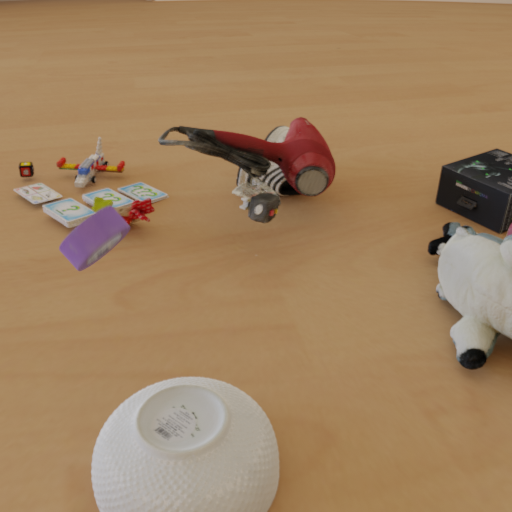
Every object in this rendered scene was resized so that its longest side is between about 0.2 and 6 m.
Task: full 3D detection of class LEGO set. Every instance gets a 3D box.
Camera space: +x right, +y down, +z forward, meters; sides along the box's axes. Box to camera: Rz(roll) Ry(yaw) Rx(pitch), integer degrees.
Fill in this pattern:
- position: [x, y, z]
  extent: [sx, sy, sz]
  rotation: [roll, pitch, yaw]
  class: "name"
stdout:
- position: [-3.627, -1.636, 11.541]
  extent: [2.299, 0.755, 3.078]
  rotation: [-24, 38, -39]
  class: "LEGO set"

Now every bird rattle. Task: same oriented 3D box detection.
- position: [-2.370, -0.777, 10.045]
  extent: [1.078, 0.608, 0.879]
  rotation: [-10, -7, -10]
  class: "bird rattle"

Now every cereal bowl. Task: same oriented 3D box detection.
- position: [-0.700, 1.880, 5.592]
  extent: [1.916, 0.798, 1.916]
  rotation: [1, 31, 0]
  class: "cereal bowl"

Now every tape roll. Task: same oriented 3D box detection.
- position: [-1.767, -0.188, 6.155]
  extent: [0.314, 0.738, 0.738]
  rotation: [49, 42, -1]
  class: "tape roll"

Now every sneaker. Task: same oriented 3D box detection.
- position: [0.698, -1.916, 12.034]
  extent: [1.419, 0.931, 2.467]
  rotation: [22, 41, 14]
  class: "sneaker"

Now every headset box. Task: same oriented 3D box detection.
- position: [4.624, -1.280, 10.774]
  extent: [1.817, 0.843, 1.582]
  rotation: [-19, 37, -28]
  class: "headset box"

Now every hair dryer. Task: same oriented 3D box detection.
- position: [0.224, -2.008, 10.185]
  extent: [2.655, 0.947, 3.486]
  rotation: [42, 37, 15]
  class: "hair dryer"

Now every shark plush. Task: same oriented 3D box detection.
- position: [3.455, 0.518, 8.107]
  extent: [1.691, 1.844, 4.060]
  rotation: [17, 8, -9]
  class: "shark plush"

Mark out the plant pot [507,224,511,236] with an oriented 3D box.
- position: [4.576, -0.179, 8.837]
  extent: [1.002, 1.120, 1.120]
  rotation: [9, 29, 45]
  class: "plant pot"
